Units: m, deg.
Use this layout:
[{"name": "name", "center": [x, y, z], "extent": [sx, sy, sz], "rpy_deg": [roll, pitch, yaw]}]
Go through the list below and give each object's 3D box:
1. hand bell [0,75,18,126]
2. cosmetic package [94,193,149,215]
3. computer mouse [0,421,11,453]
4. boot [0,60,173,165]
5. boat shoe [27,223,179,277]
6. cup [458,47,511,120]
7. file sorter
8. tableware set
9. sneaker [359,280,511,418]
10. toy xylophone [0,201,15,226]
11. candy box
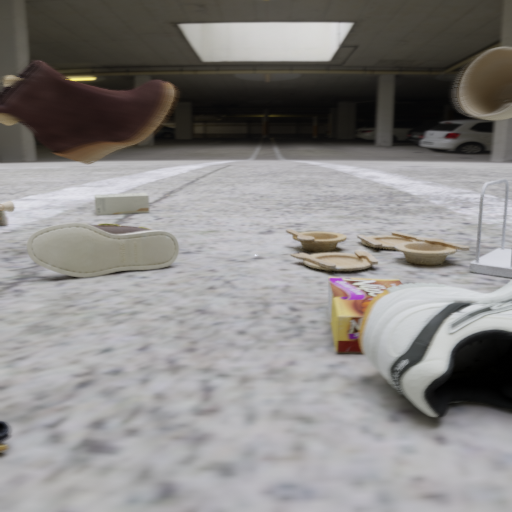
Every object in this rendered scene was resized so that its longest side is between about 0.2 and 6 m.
[{"name": "hand bell", "center": [-4.862, -2.396, 10.149], "extent": [0.927, 0.927, 1.780], "rpy_deg": [12, 51, 44]}, {"name": "cosmetic package", "center": [-3.778, -1.463, 15.734], "extent": [1.456, 0.518, 0.766], "rpy_deg": [-4, 13, -17]}, {"name": "computer mouse", "center": [-2.363, 1.196, 3.958], "extent": [1.332, 0.292, 0.731], "rpy_deg": [9, 16, 36]}, {"name": "boot", "center": [-3.031, -2.774, 10.097], "extent": [2.579, 0.933, 2.146], "rpy_deg": [-30, -34, 17]}, {"name": "boat shoe", "center": [-2.443, -0.133, 8.955], "extent": [2.329, 0.837, 0.693], "rpy_deg": [-2, 8, -28]}, {"name": "cup", "center": [4.098, -2.739, 9.307], "extent": [0.830, 1.160, 1.160], "rpy_deg": [13, 1, -42]}, {"name": "file sorter", "center": [4.767, -0.391, 8.669], "extent": [2.290, 1.426, 1.589], "rpy_deg": [10, 16, 37]}, {"name": "tableware set", "center": [2.037, -0.184, 10.189], "extent": [3.134, 0.364, 2.618], "rpy_deg": [-3, 13, -13]}, {"name": "sneaker", "center": [2.319, 0.787, 4.716], "extent": [2.754, 1.042, 1.207], "rpy_deg": [-9, 25, -10]}, {"name": "toy xylophone", "center": [-6.721, -0.828, 12.319], "extent": [2.091, 0.718, 2.857], "rpy_deg": [8, 14, 31]}, {"name": "candy box", "center": [1.289, 0.629, 6.257], "extent": [0.900, 0.436, 1.543], "rpy_deg": [1, 14, 4]}]
